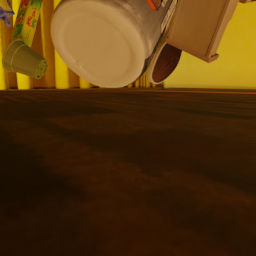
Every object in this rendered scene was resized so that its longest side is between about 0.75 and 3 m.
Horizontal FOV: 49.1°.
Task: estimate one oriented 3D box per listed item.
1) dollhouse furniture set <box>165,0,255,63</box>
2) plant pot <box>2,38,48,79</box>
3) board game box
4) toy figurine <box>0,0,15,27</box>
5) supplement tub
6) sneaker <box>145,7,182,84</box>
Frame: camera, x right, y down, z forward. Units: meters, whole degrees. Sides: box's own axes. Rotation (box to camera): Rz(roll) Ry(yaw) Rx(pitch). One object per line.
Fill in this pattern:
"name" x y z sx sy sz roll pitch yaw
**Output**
"dollhouse furniture set" 2.231 -2.729 6.260 2.414 1.710 2.628 36 43 25
"plant pot" -2.828 -1.861 7.936 0.952 1.002 1.002 27 12 4
"board game box" -3.659 -3.848 10.060 0.458 1.925 0.978 17 -6 -42
"toy figurine" -3.376 -3.442 7.408 1.250 1.420 2.370 -15 18 4
"supplement tub" -0.050 -2.367 5.504 1.827 1.827 2.982 4 50 24
"sneaker" 0.915 -2.252 7.619 1.021 2.412 0.878 13 -20 40
